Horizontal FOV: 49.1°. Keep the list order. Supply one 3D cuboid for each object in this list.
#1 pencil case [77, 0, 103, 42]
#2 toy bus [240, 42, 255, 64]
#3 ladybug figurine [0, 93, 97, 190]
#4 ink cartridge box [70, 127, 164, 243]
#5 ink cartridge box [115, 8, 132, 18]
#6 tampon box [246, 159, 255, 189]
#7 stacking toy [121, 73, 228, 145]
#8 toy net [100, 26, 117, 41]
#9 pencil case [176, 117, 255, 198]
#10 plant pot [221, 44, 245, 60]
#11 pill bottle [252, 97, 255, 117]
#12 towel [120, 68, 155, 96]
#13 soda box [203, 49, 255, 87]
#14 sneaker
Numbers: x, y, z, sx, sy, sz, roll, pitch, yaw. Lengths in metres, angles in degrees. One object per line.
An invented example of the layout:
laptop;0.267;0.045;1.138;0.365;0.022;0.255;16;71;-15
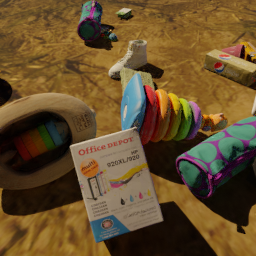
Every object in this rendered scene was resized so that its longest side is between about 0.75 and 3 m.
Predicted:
pencil case;-1.744;-5.044;13.059;1.073;1.165;2.521;7;42;-10
toy bus;4.834;-2.900;11.130;0.572;0.475;1.460;-2;41;-4
ladybug figurine;-2.108;0.263;6.611;2.936;1.993;1.056;-23;8;-15
ink cartridge box;-0.258;0.988;5.330;1.260;1.238;1.712;-15;86;-8
ink cartridge box;-0.239;-6.092;14.942;0.488;0.279;0.940;20;45;22
tampon box;3.560;0.901;6.353;1.313;0.984;0.829;-21;45;-23
stacking toy;1.335;-0.237;7.520;2.946;1.710;1.617;7;39;-12
toy net;-1.043;-4.362;12.998;0.713;0.263;1.360;-20;43;-18
pencil case;2.401;0.611;6.592;2.575;1.096;1.190;-25;19;-25
plant pot;4.017;-2.767;10.770;0.774;0.865;0.865;9;40;33
pill bottle;5.153;-0.735;7.724;2.906;1.647;1.647;17;44;19
towel;0.346;-1.443;9.353;1.188;0.292;1.602;9;42;-13
soda box;3.757;-2.219;10.238;0.644;0.609;1.901;-31;49;-31
sneaker;-0.010;-2.653;10.386;0.691;1.084;1.875;33;53;30
